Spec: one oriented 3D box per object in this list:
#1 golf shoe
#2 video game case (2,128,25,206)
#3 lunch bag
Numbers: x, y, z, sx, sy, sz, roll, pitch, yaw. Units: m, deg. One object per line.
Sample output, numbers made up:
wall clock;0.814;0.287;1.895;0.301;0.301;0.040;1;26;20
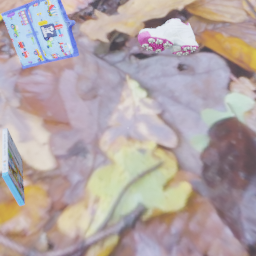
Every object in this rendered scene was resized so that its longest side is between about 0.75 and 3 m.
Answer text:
golf shoe;0.975;-2.348;7.045;1.861;0.701;0.852;-3;84;-38
video game case;-2.298;0.761;5.613;0.118;0.946;1.322;-16;43;-12
lunch bag;-1.527;-1.819;5.315;1.441;1.085;0.678;-1;25;34
